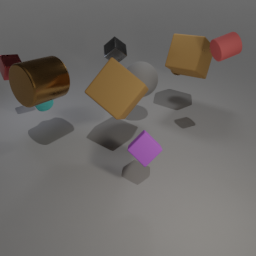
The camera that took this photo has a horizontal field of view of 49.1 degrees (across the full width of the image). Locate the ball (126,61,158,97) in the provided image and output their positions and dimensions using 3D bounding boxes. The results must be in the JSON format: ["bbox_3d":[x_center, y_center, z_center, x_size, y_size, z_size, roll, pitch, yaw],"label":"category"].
[{"bbox_3d":[0.491,-1.923,11.113,1.400,1.400,1.400,0,32,0],"label":"ball"}]

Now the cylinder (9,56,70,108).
[{"bbox_3d":[-2.857,-1.524,9.089,1.400,1.400,1.400,23,35,32],"label":"cylinder"}]

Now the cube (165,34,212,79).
[{"bbox_3d":[2.612,-2.998,11.788,1.400,1.400,1.400,18,5,32],"label":"cube"}]

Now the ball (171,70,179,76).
[{"bbox_3d":[2.347,-2.830,13.204,0.700,0.700,0.700,0,32,0],"label":"ball"}]

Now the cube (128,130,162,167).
[{"bbox_3d":[0.475,0.568,8.014,0.700,0.700,0.700,44,6,-3],"label":"cube"}]

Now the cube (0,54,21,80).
[{"bbox_3d":[-4.574,-2.376,10.944,0.700,0.700,0.700,-14,61,-36],"label":"cube"}]

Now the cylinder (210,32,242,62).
[{"bbox_3d":[2.989,-2.487,8.574,0.700,0.700,0.700,-22,35,-5],"label":"cylinder"}]

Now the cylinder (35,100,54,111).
[{"bbox_3d":[-3.248,-1.095,10.496,0.700,0.700,0.700,-5,56,8],"label":"cylinder"}]

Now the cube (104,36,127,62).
[{"bbox_3d":[-0.540,-3.266,11.850,0.700,0.700,0.700,25,47,-40],"label":"cube"}]

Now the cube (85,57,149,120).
[{"bbox_3d":[-0.322,-1.243,9.278,1.400,1.400,1.400,40,7,5],"label":"cube"}]
